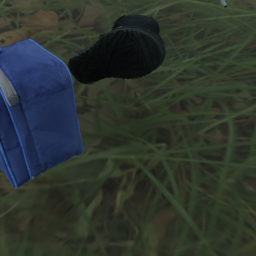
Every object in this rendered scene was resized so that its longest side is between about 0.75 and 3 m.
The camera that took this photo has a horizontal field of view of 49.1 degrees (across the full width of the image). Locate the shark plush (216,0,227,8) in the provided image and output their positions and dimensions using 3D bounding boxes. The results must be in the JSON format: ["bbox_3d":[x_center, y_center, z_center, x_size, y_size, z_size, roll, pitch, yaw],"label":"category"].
[{"bbox_3d":[2.746,-4.265,8.886,0.558,0.609,1.341,3,70,-38],"label":"shark plush"}]

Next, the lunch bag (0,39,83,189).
[{"bbox_3d":[-2.047,-0.279,5.099,1.698,2.566,1.743,-31,48,-29],"label":"lunch bag"}]

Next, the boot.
[{"bbox_3d":[0.132,-2.152,6.819,2.855,1.090,2.399,-4,36,46],"label":"boot"}]
